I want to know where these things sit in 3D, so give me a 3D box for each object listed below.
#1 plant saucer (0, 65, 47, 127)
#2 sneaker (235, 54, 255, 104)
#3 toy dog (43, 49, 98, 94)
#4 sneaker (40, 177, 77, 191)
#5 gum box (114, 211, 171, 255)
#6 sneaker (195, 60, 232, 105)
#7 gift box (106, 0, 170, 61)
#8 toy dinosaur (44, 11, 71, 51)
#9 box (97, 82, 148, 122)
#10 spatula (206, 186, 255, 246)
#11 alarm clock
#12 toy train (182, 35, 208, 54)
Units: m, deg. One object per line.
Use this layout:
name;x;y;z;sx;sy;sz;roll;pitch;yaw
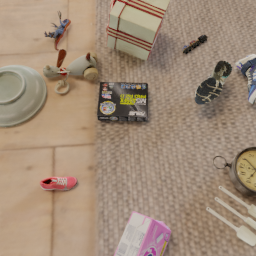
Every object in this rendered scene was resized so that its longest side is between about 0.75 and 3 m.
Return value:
plant saucer;-4.827;-1.504;11.267;2.964;0.744;2.964;0;64;0
sneaker;5.043;-2.127;11.607;1.587;0.873;2.167;31;76;29
toy dog;-2.302;-2.596;11.555;2.397;1.154;1.581;-27;67;-12
sneaker;-2.421;1.916;9.702;1.297;0.563;0.478;-6;64;-4
gum box;0.336;3.718;8.205;0.775;1.330;2.343;8;64;40
sneaker;3.345;-1.621;11.063;0.834;0.927;2.148;38;72;13
gift box;0.302;-4.610;12.036;2.272;2.245;2.433;21;62;0
toy dinosaur;-3.143;-4.501;12.954;1.438;1.585;0.832;-33;23;-34
box;-0.184;-1.062;11.195;1.988;0.440;1.593;2;63;2
spatula;3.665;2.902;9.461;1.841;0.148;1.280;34;70;15
alarm clock;4.173;1.480;9.770;2.487;0.828;1.678;17;66;6
toy train;2.992;-3.810;12.650;1.499;0.256;0.343;-35;66;-16
